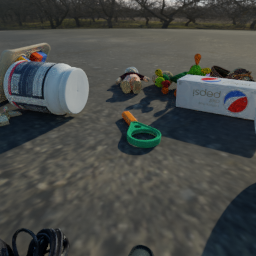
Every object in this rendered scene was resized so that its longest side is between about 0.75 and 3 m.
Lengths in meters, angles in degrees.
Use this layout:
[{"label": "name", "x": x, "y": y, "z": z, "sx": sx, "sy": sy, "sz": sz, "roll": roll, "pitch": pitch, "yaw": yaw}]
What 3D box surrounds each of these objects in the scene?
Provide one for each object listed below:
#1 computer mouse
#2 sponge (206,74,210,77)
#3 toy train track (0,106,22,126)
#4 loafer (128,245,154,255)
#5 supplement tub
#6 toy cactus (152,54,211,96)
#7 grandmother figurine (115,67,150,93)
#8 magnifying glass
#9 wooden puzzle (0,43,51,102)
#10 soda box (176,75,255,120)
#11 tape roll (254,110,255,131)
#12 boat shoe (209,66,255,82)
[{"label": "computer mouse", "x": -1.973, "y": 1.682, "z": 2.841, "sx": 2.497, "sy": 0.658, "sz": 1.729, "roll": 10, "pitch": 23, "yaw": -5}, {"label": "sponge", "x": 3.139, "y": -2.257, "z": 12.441, "sx": 1.466, "sy": 0.219, "sz": 0.818, "roll": -14, "pitch": 27, "yaw": -30}, {"label": "toy train track", "x": -4.071, "y": -0.596, "z": 8.368, "sx": 1.334, "sy": 0.378, "sz": 2.326, "roll": -17, "pitch": 28, "yaw": -35}, {"label": "loafer", "x": 0.074, "y": 1.698, "z": 2.855, "sx": 0.459, "sy": 0.475, "sz": 1.352, "roll": 5, "pitch": 24, "yaw": 11}, {"label": "supplement tub", "x": -2.407, "y": -1.198, "z": 8.337, "sx": 2.115, "sy": 1.484, "sz": 1.484, "roll": 9, "pitch": 25, "yaw": 20}, {"label": "toy cactus", "x": 1.776, "y": -2.003, "z": 10.844, "sx": 2.678, "sy": 1.369, "sz": 2.209, "roll": -27, "pitch": 25, "yaw": -32}, {"label": "grandmother figurine", "x": 0.183, "y": -2.007, "z": 11.354, "sx": 1.366, "sy": 0.682, "sz": 2.252, "roll": 7, "pitch": 25, "yaw": -6}, {"label": "magnifying glass", "x": 0.219, "y": -0.009, "z": 7.243, "sx": 0.810, "sy": 0.228, "sz": 2.035, "roll": -7, "pitch": 26, "yaw": -15}, {"label": "wooden puzzle", "x": -3.553, "y": -1.831, "z": 9.584, "sx": 0.505, "sy": 2.020, "sz": 2.181, "roll": 36, "pitch": 29, "yaw": 6}, {"label": "soda box", "x": 2.890, "y": -0.961, "z": 8.492, "sx": 2.742, "sy": 0.934, "sz": 0.873, "roll": 14, "pitch": 27, "yaw": 30}, {"label": "tape roll", "x": 3.658, "y": -0.131, "z": 5.018, "sx": 1.474, "sy": 2.146, "sz": 2.146, "roll": -13, "pitch": 27, "yaw": -27}, {"label": "boat shoe", "x": 3.760, "y": -1.556, "z": 9.694, "sx": 1.082, "sy": 1.079, "sz": 2.998, "roll": -6, "pitch": 24, "yaw": -14}]
